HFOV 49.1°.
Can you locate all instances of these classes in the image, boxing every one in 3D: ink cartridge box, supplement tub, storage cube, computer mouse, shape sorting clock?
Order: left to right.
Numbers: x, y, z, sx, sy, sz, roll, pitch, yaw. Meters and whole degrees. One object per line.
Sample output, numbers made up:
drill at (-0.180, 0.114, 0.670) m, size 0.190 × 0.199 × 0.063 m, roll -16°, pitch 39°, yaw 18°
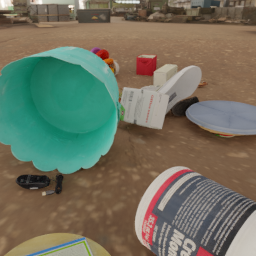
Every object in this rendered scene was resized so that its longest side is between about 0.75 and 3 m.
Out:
computer mouse at (-1.886, 1.266, 6.006) m, size 1.003 × 0.231 × 0.704 m, roll 1°, pitch 25°, yaw -17°
shape sorting clock at (-0.999, 2.220, 3.759) m, size 1.885 × 0.370 × 1.885 m, roll 5°, pitch 26°, yaw -2°
ink cartridge box at (0.437, -0.611, 8.516) m, size 0.610 × 1.059 × 1.451 m, roll 8°, pitch 6°, yaw -44°
storage cube at (0.984, -3.364, 14.928) m, size 0.908 × 0.954 × 1.062 m, roll 8°, pitch 27°, yaw 17°
supplement tub at (1.227, 1.539, 3.961) m, size 1.416 × 1.416 × 2.018 m, roll -21°, pitch 32°, yaw -38°

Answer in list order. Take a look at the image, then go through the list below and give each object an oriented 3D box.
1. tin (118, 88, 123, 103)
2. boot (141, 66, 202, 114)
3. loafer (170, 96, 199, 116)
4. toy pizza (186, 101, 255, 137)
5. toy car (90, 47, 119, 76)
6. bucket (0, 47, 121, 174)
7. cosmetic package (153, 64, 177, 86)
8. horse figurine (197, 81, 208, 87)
tin at (-0.650, -0.958, 9.753) m, size 1.546 × 0.866 × 0.324 m, roll 1°, pitch 8°, yaw 27°
boot at (1.222, -1.354, 9.829) m, size 2.847 × 1.047 × 1.361 m, roll -38°, pitch 39°, yaw -22°
loafer at (1.976, -0.733, 10.014) m, size 1.424 × 0.520 × 0.505 m, roll -21°, pitch 8°, yaw -38°
toy pizza at (3.231, -0.274, 8.943) m, size 2.752 × 0.436 × 2.752 m, roll 1°, pitch 24°, yaw 0°
toy car at (-1.506, -3.340, 14.282) m, size 1.702 × 1.458 × 1.944 m, roll -23°, pitch 34°, yaw -39°
bucket at (-1.568, -0.550, 6.877) m, size 2.967 × 2.967 × 1.930 m, roll 2°, pitch 25°, yaw 5°
cosmetic package at (1.747, -2.356, 12.917) m, size 0.605 × 0.857 × 1.656 m, roll 12°, pitch 27°, yaw 24°
horse figurine at (2.865, -2.040, 12.802) m, size 1.354 × 0.338 × 0.897 m, roll -7°, pitch 31°, yaw -31°
